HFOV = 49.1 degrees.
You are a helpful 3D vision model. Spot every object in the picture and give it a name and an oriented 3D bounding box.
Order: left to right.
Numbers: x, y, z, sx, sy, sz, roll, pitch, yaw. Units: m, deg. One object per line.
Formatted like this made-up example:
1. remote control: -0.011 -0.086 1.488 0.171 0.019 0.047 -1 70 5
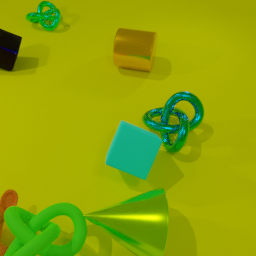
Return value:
1. monkey head: -2.531 1.934 4.952 1.234 1.034 1.715 43 75 -7
2. cube: -3.684 -2.311 8.271 0.802 0.802 0.802 17 48 -26
3. knot shape: -1.532 1.711 4.705 1.347 0.665 1.440 19 24 41
4. knot shape: -2.987 -3.945 9.873 1.213 0.599 1.297 -12 51 -10
5. cone: -0.126 1.611 4.874 1.333 1.328 1.328 9 51 -6
6. cube: 0.101 0.431 5.868 0.873 0.873 0.873 23 95 -5
7. cylinder: 0.226 -2.309 8.250 1.122 1.122 1.122 10 52 8
8. knot shape: 1.074 -0.076 6.563 1.452 0.671 1.358 -15 60 24
